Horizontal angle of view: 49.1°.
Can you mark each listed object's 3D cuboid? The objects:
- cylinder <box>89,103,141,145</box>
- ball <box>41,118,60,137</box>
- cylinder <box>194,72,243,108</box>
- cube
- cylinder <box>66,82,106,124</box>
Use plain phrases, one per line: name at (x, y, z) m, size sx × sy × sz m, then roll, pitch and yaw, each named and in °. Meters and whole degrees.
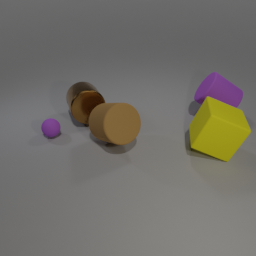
cylinder at (-0.488, -0.176, 9.782) m, size 1.400 × 1.400 × 1.400 m, roll -18°, pitch 13°, yaw -27°
ball at (-2.907, -0.015, 10.563) m, size 0.700 × 0.700 × 0.700 m, roll 0°, pitch 32°, yaw 0°
cylinder at (3.709, -1.352, 11.541) m, size 1.400 × 1.400 × 1.400 m, roll 32°, pitch 33°, yaw -9°
cube at (3.052, 0.022, 9.561) m, size 1.400 × 1.400 × 1.400 m, roll 22°, pitch 33°, yaw -5°
cylinder at (-1.743, -1.056, 11.465) m, size 1.400 × 1.400 × 1.400 m, roll -10°, pitch 26°, yaw -16°
